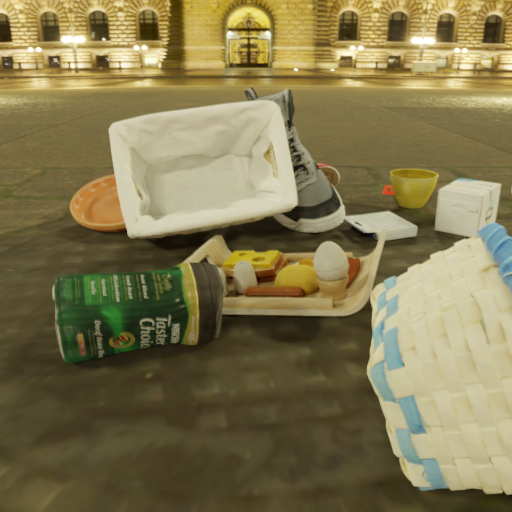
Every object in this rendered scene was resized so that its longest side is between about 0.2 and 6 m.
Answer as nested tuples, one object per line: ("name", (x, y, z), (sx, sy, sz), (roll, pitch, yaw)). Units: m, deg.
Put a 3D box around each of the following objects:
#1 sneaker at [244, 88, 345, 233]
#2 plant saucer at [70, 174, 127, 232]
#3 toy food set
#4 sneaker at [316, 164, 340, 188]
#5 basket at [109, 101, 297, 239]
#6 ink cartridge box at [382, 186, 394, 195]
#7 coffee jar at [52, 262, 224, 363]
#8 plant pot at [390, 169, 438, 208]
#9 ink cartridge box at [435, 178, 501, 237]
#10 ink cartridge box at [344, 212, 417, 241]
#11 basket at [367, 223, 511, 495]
("sneaker", (0.532, -2.031, 11.131), (1.336, 2.015, 3.540), (-25, 45, -10))
("plant saucer", (-2.745, -1.043, 11.244), (1.883, 0.352, 1.883), (-3, 39, 3))
("toy food set", (0.394, 0.050, 8.033), (2.793, 0.844, 2.004), (0, 20, 18))
("sneaker", (0.907, -1.692, 13.012), (2.143, 0.763, 1.205), (-4, 10, 15))
("basket", (-0.935, -1.381, 9.792), (2.842, 1.927, 1.753), (-11, -3, -9))
("ink cartridge box", (3.693, -1.679, 13.648), (1.104, 0.315, 0.897), (10, 23, 15))
("coffee jar", (-1.329, 0.636, 6.562), (1.910, 0.996, 0.815), (-7, 41, -15))
("plant pot", (3.474, -1.471, 12.439), (1.024, 0.727, 1.024), (-1, 22, 0))
("ink cartridge box", (4.128, -0.957, 10.934), (0.846, 0.842, 1.153), (16, 26, 35))
("ink cartridge box", (2.326, -0.565, 10.775), (1.114, 0.226, 1.111), (-6, 21, -14))
("basket", (2.440, 0.696, 4.728), (2.792, 1.942, 2.461), (-24, 13, 23))
